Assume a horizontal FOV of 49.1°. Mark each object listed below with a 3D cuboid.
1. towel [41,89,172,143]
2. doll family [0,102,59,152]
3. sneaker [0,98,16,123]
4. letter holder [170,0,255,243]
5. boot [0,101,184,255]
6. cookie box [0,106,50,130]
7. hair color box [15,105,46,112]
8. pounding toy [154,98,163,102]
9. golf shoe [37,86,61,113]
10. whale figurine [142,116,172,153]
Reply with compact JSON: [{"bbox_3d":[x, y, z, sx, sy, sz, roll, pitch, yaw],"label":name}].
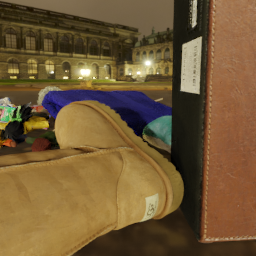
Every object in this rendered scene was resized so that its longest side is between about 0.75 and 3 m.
[{"bbox_3d":[-0.118,-0.223,5.993,2.829,0.701,2.089,-6,28,-46],"label":"towel"},{"bbox_3d":[-2.259,0.024,5.171,2.389,0.937,1.381,-4,13,6],"label":"doll family"},{"bbox_3d":[-4.034,-0.513,8.551,0.925,0.790,2.098,-5,10,-30],"label":"sneaker"},{"bbox_3d":[1.275,-0.263,2.589,1.553,2.185,1.099,0,9,-4],"label":"letter holder"},{"bbox_3d":[-0.957,0.350,2.368,2.362,0.781,2.069,-8,26,-39],"label":"boot"},{"bbox_3d":[-2.777,-0.278,7.373,1.121,0.421,0.959,8,-4,44],"label":"cookie box"},{"bbox_3d":[-3.875,-0.696,10.989,0.644,0.371,1.161,7,10,38],"label":"hair color box"},{"bbox_3d":[0.804,-0.882,11.221,0.852,0.658,0.925,-7,12,-36],"label":"pounding toy"},{"bbox_3d":[-2.435,-1.002,11.714,2.894,1.133,1.407,11,-4,26],"label":"golf shoe"},{"bbox_3d":[1.584,-0.213,4.770,2.644,1.372,2.103,-5,12,-23],"label":"whale figurine"}]
